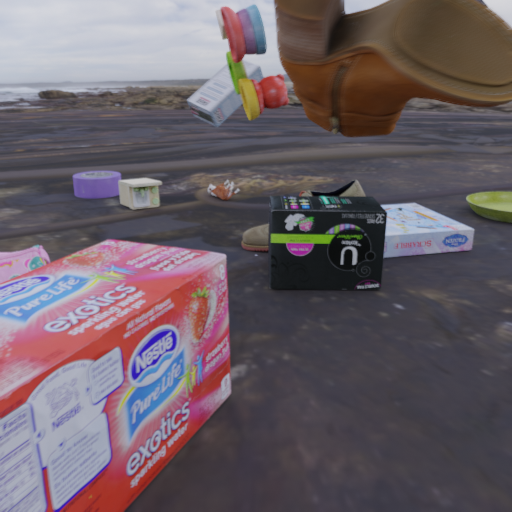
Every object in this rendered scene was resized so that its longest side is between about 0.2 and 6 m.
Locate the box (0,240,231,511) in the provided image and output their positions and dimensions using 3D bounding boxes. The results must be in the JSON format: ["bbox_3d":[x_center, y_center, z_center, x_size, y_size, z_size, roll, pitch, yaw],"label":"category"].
[{"bbox_3d":[-1.476,1.010,4.308,1.439,1.503,3.015,8,21,23],"label":"box"}]

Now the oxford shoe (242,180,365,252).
[{"bbox_3d":[0.806,-0.735,10.023,2.383,0.891,0.840,-17,23,6],"label":"oxford shoe"}]

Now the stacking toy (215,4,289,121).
[{"bbox_3d":[-0.058,-3.578,9.990,0.796,1.884,1.706,-16,36,-4],"label":"stacking toy"}]

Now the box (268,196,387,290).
[{"bbox_3d":[1.014,-0.224,8.482,1.660,1.233,1.032,0,18,0],"label":"box"}]

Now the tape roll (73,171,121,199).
[{"bbox_3d":[-4.150,-1.876,14.673,1.211,0.514,1.211,0,19,0],"label":"tape roll"}]

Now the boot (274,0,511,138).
[{"bbox_3d":[1.514,-1.890,6.397,2.805,1.076,2.178,21,-15,20],"label":"boot"}]

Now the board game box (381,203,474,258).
[{"bbox_3d":[2.591,-0.523,10.665,2.111,0.435,2.116,-4,19,-13],"label":"board game box"}]

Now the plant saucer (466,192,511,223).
[{"bbox_3d":[5.803,-1.062,12.498,2.135,0.332,2.135,0,19,0],"label":"plant saucer"}]

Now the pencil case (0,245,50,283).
[{"bbox_3d":[-3.737,0.386,7.158,2.118,0.926,0.926,-7,19,-24],"label":"pencil case"}]

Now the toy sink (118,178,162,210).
[{"bbox_3d":[-2.726,-1.461,13.246,0.728,0.626,1.117,-11,16,-29],"label":"toy sink"}]

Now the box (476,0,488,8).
[{"bbox_3d":[2.995,-3.737,8.498,0.677,0.672,0.417,45,16,-8],"label":"box"}]

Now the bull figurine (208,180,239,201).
[{"bbox_3d":[-0.849,-1.666,14.227,0.576,0.309,0.949,-40,37,-9],"label":"bull figurine"}]

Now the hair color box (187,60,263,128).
[{"bbox_3d":[-0.668,-3.684,12.543,0.808,0.495,1.632,33,70,32],"label":"hair color box"}]
